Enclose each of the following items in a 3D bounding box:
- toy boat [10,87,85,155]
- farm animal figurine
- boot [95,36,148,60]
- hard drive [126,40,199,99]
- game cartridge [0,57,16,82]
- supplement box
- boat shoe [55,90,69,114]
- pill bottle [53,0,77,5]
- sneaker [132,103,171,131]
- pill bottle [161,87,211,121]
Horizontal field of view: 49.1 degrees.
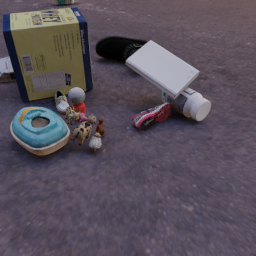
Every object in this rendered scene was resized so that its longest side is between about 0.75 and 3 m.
[{"bbox_3d":[-2.593,-0.375,9.560,2.334,1.290,2.776,31,48,33],"label":"toy boat"},{"bbox_3d":[-1.455,-0.119,9.284,1.522,0.794,1.505,21,41,-7],"label":"farm animal figurine"},{"bbox_3d":[-0.067,-3.607,13.718,3.018,1.136,2.256,-4,39,-5],"label":"boot"},{"bbox_3d":[1.282,-2.250,10.510,2.326,0.306,1.534,38,65,17],"label":"hard drive"},{"bbox_3d":[-4.850,-3.042,13.542,2.827,0.572,1.885,-14,44,-17],"label":"game cartridge"},{"bbox_3d":[-3.193,-3.049,11.527,2.988,2.991,2.008,-12,40,-14],"label":"supplement box"},{"bbox_3d":[-2.654,-1.046,11.078,0.484,0.443,1.295,-19,42,-22],"label":"boat shoe"},{"bbox_3d":[-5.039,-10.523,22.408,1.963,1.088,1.088,-9,40,-11],"label":"pill bottle"},{"bbox_3d":[0.905,-0.550,10.279,1.693,0.683,0.632,-26,43,-28],"label":"sneaker"},{"bbox_3d":[2.185,-1.025,10.617,0.981,0.981,1.736,-26,46,-29],"label":"pill bottle"}]
